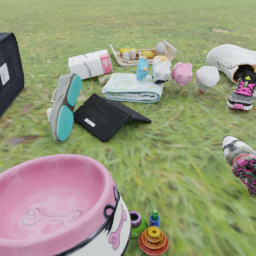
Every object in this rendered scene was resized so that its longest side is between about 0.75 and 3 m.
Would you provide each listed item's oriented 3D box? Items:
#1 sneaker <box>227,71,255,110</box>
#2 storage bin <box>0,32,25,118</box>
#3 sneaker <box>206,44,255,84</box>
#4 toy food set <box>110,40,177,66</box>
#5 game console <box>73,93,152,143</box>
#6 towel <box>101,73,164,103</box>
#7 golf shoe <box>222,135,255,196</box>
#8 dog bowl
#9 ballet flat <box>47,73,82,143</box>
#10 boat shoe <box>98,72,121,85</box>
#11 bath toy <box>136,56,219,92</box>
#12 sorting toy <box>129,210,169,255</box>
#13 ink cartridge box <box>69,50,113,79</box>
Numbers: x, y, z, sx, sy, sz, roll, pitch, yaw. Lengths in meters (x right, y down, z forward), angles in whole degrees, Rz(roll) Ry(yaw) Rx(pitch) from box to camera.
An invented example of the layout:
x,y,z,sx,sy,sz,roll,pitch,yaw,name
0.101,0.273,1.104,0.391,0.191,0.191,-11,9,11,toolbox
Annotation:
x,y,z,sx,sy,sz,roll,pitch,yaw,name
3.548,-1.194,8.486,0.729,0.864,1.976,18,35,27,sneaker
-4.163,-1.576,8.135,1.302,1.878,2.778,-1,31,-1,storage bin
3.763,-2.293,10.194,1.206,1.037,2.848,-39,33,-17,sneaker
0.591,-3.443,12.319,2.641,0.798,1.895,-6,31,-9,toy food set
-0.452,-0.243,7.583,1.424,0.942,1.619,-47,48,-13,game console
0.208,-1.369,9.196,1.865,0.449,1.596,6,32,9,towel
2.128,0.655,4.869,0.568,1.564,0.720,-34,42,17,golf shoe
-1.163,1.239,4.115,2.371,0.874,2.371,-5,24,2,dog bowl
-1.694,-0.522,7.133,0.663,0.701,2.081,-3,57,20,ballet flat
-0.645,-1.807,10.136,0.383,0.330,1.050,4,21,38,boat shoe
1.584,-1.726,9.052,2.596,0.960,1.129,10,59,-1,bath toy
0.271,1.534,4.385,0.564,0.385,0.939,-24,38,-34,sorting toy
-1.409,-2.328,10.368,1.503,0.622,1.101,-14,30,-4,ink cartridge box
